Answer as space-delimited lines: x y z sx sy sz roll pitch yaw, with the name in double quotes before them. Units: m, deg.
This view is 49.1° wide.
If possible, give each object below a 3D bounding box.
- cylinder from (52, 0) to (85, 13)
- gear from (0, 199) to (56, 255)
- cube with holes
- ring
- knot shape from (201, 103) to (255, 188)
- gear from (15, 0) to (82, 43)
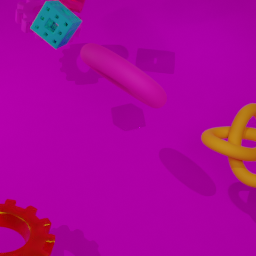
"cylinder" -1.784 -4.169 8.660 0.922 0.922 0.922 14 58 -19
"gear" -2.385 2.055 5.202 1.962 1.962 0.363 25 107 13
"cube with holes" -1.624 -2.372 6.417 0.710 0.710 0.710 39 25 -10
"ring" -0.075 -0.951 5.233 1.836 1.836 0.367 34 93 18
"knot shape" 2.415 0.220 5.542 1.657 0.766 1.551 33 63 15
"gear" -2.475 -3.429 8.880 1.994 0.369 1.994 13 46 -14
